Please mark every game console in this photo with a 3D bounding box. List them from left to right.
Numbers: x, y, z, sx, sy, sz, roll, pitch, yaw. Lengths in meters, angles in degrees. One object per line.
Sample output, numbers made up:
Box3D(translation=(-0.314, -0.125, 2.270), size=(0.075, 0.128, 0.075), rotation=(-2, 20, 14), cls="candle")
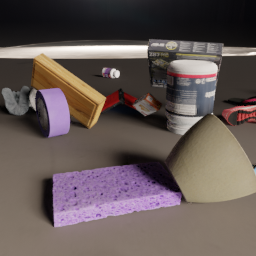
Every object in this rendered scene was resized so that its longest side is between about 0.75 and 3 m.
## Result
Box3D(translation=(-0.263, -0.903, 11.897), size=(1.616, 1.113, 1.875), rotation=(-30, 18, 8), cls="game console")

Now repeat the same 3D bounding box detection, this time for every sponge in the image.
Box3D(translation=(-0.287, 1.264, 5.797), size=(2.471, 0.369, 1.379), rotation=(-5, 21, -14), cls="sponge")

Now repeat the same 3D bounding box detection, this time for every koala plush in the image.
Box3D(translation=(-4.468, -1.033, 11.412), size=(1.082, 1.122, 1.221), rotation=(-8, 0, -17), cls="koala plush")

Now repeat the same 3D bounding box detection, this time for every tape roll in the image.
Box3D(translation=(-2.414, -0.485, 8.874), size=(0.639, 1.504, 1.504), rotation=(-12, 24, -29), cls="tape roll")

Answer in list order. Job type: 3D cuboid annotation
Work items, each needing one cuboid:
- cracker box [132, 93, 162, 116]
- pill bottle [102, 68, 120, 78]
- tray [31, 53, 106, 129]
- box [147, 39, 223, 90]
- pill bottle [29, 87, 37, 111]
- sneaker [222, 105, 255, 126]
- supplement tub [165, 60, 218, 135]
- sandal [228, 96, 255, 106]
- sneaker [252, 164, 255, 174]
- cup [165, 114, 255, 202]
Box3D(translation=(0.686, -0.838, 10.214), size=(1.003, 0.672, 0.289), rotation=(-22, 36, 60), cls="cracker box")
Box3D(translation=(-1.132, -3.646, 18.632), size=(1.116, 0.622, 0.622), rotation=(15, 25, 34), cls="pill bottle")
Box3D(translation=(-2.067, -1.207, 9.381), size=(2.622, 1.293, 0.485), rotation=(35, 48, 6), cls="tray")
Box3D(translation=(2.040, -2.220, 10.302), size=(2.547, 2.053, 0.625), rotation=(7, 62, 14), cls="box")
Box3D(translation=(-3.244, -1.541, 11.766), size=(1.460, 1.460, 2.637), rotation=(-4, 21, -11), cls="pill bottle")
Box3D(translation=(4.399, -0.591, 10.268), size=(1.976, 0.728, 0.857), rotation=(-4, 20, -9), cls="sneaker")
Box3D(translation=(2.042, -1.037, 9.260), size=(1.577, 2.247, 1.577), rotation=(0, 20, 0), cls="supplement tub")
Box3D(translation=(5.337, -1.159, 12.128), size=(0.811, 0.487, 2.161), rotation=(-16, 26, -36), cls="sandal")
Box3D(translation=(3.076, 0.885, 6.547), size=(1.211, 0.545, 0.475), rotation=(-6, 21, -15), cls="sneaker")
Box3D(translation=(1.497, 0.775, 5.601), size=(1.261, 1.764, 1.764), rotation=(-29, 22, 1), cls="cup")
